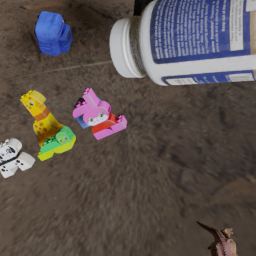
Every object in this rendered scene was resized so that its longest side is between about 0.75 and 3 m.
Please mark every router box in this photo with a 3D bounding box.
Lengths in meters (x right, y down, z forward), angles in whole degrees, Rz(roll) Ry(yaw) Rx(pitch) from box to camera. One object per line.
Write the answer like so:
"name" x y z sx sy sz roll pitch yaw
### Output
"router box" 0.795 -3.764 7.880 0.591 2.262 1.779 25 58 11

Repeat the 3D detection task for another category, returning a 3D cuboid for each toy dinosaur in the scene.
"toy dinosaur" 1.140 1.524 3.214 0.444 0.701 1.034 -30 69 15

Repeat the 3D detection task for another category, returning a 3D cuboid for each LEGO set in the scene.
"LEGO set" -1.188 -0.155 4.289 2.234 0.917 0.852 -23 27 18

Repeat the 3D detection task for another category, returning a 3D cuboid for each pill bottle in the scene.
"pill bottle" 0.986 -1.349 4.271 2.420 1.343 1.343 2 45 31

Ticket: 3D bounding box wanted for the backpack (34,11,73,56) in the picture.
"backpack" -2.131 -2.755 8.050 0.941 1.122 0.912 6 68 2
